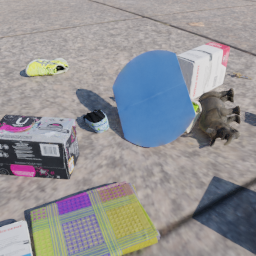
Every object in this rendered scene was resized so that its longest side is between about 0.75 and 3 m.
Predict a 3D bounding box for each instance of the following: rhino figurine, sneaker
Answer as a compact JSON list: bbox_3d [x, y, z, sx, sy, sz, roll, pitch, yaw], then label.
[{"bbox_3d":[2.949,-0.339,9.090,1.300,0.889,2.973,-10,34,16],"label":"rhino figurine"},{"bbox_3d":[-3.647,-2.742,12.711,1.960,0.739,0.749,-18,38,-22],"label":"sneaker"}]

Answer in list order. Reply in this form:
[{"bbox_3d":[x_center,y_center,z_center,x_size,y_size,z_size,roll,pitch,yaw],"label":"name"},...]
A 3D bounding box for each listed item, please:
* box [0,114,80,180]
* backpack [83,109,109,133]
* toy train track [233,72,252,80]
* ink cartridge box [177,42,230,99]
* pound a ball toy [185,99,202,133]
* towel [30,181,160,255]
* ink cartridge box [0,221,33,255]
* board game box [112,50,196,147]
[{"bbox_3d":[-2.459,0.472,7.570,2.001,1.322,1.148,3,35,4],"label":"box"},{"bbox_3d":[-0.986,-0.227,9.221,0.724,0.682,0.887,-25,16,-20],"label":"backpack"},{"bbox_3d":[5.149,-2.316,12.637,0.868,0.141,0.498,23,34,21],"label":"toy train track"},{"bbox_3d":[2.905,-2.292,11.223,2.305,1.669,0.972,-27,43,-33],"label":"ink cartridge box"},{"bbox_3d":[1.055,-0.531,9.475,2.357,1.001,1.537,28,83,26],"label":"pound a ball toy"},{"bbox_3d":[-0.732,2.125,6.128,2.542,0.289,1.826,-14,38,-18],"label":"towel"},{"bbox_3d":[-2.300,2.453,5.498,0.761,0.446,1.039,-13,36,-19],"label":"ink cartridge box"},{"bbox_3d":[0.801,-0.869,8.771,2.363,2.991,0.582,-22,-17,26],"label":"board game box"}]
